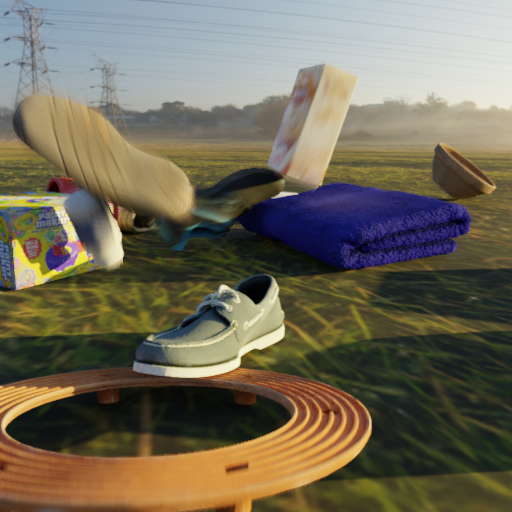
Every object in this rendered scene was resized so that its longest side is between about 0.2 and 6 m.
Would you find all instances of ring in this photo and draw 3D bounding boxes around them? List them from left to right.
[{"bbox_3d":[-0.679,1.128,3.739,2.838,0.272,2.838,0,1,0],"label":"ring"}]

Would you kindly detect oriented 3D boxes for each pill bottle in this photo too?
[{"bbox_3d":[-2.359,-0.406,8.261,0.598,1.077,0.598,-10,32,7],"label":"pill bottle"}]

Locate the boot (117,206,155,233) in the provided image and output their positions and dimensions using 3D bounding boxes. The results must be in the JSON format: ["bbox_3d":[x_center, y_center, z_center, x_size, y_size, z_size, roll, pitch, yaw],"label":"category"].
[{"bbox_3d":[-3.112,-1.083,12.970,1.845,0.860,2.386,2,19,13],"label":"boot"}]

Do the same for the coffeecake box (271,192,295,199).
[{"bbox_3d":[0.358,-1.292,14.377,1.676,0.612,1.287,10,16,36],"label":"coffeecake box"}]

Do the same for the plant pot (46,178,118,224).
[{"bbox_3d":[-3.500,-0.874,11.222,1.194,1.311,1.311,0,10,-38],"label":"plant pot"}]

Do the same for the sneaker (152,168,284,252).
[{"bbox_3d":[-0.619,-0.876,10.784,2.696,1.104,0.987,-19,-21,-16],"label":"sneaker"}]

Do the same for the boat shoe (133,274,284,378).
[{"bbox_3d":[-0.380,0.614,5.417,0.847,0.719,2.327,4,6,26],"label":"boat shoe"}]

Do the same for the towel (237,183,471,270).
[{"bbox_3d":[1.681,-0.586,10.865,2.961,0.993,4.010,-14,18,-22],"label":"towel"}]

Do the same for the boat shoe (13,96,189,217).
[{"bbox_3d":[-2.099,-1.144,7.511,2.542,0.947,0.932,32,-33,-34],"label":"boat shoe"}]

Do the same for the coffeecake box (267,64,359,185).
[{"bbox_3d":[0.979,-2.409,10.311,0.712,1.949,1.496,15,11,-17],"label":"coffeecake box"}]

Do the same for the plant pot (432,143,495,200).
[{"bbox_3d":[6.347,-2.498,17.729,2.225,1.027,2.225,29,27,-16],"label":"plant pot"}]

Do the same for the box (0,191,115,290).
[{"bbox_3d":[-3.654,-0.349,9.080,1.847,1.170,1.918,9,15,33],"label":"box"}]
